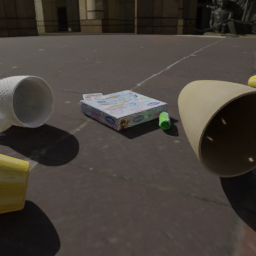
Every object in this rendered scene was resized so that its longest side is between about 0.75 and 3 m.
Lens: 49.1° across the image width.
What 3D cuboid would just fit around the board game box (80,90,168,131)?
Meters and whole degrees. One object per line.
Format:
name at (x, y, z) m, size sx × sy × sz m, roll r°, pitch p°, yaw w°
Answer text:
board game box at (-0.212, -0.910, 12.628) m, size 2.835 × 0.583 × 2.828 m, roll -18°, pitch 29°, yaw -35°

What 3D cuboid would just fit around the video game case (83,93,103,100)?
video game case at (-1.812, -1.602, 14.796) m, size 1.025 × 0.129 × 1.125 m, roll -6°, pitch 24°, yaw -13°

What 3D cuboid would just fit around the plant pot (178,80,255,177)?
plant pot at (2.599, -0.360, 8.282) m, size 2.524 × 2.524 × 2.694 m, roll -6°, pitch 29°, yaw -14°

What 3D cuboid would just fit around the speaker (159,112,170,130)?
speaker at (1.491, -0.293, 11.388) m, size 0.452 × 0.452 × 1.023 m, roll 2°, pitch 23°, yaw 4°

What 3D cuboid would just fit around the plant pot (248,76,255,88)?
plant pot at (7.492, -2.542, 15.768) m, size 1.226 × 1.226 × 1.154 m, roll -9°, pitch 10°, yaw -20°

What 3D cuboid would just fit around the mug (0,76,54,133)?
mug at (-4.676, -0.839, 11.176) m, size 2.360 × 1.987 × 2.691 m, roll 7°, pitch 54°, yaw 34°

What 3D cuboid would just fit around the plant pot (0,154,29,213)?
plant pot at (-3.235, 1.283, 6.473) m, size 1.667 × 1.772 × 1.772 m, roll 8°, pitch 19°, yaw -24°
